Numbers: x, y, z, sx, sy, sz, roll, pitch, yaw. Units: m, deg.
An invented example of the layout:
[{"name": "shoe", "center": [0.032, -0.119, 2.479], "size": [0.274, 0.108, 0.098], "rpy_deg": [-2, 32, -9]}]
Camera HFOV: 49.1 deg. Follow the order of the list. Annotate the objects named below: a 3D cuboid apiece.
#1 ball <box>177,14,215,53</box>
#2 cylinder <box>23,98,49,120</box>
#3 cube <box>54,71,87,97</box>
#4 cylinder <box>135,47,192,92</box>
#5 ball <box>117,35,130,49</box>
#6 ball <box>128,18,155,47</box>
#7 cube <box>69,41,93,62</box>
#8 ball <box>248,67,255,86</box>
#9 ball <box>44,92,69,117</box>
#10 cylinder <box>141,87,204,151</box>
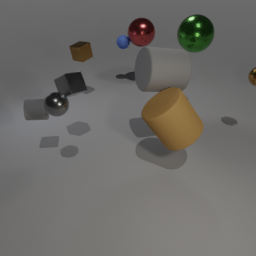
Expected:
[{"name": "ball", "center": [2.601, -3.621, 10.775], "size": [1.400, 1.400, 1.400], "rpy_deg": [0, 32, 0]}, {"name": "cylinder", "center": [-2.968, -0.607, 9.123], "size": [0.700, 0.700, 0.700], "rpy_deg": [-2, 32, -8]}, {"name": "cube", "center": [-1.935, -1.454, 9.452], "size": [0.700, 0.700, 0.700], "rpy_deg": [-13, 8, 44]}, {"name": "cylinder", "center": [1.108, -1.879, 9.110], "size": [1.400, 1.400, 1.400], "rpy_deg": [-2, 31, -21]}, {"name": "ball", "center": [-0.249, -4.474, 14.590], "size": [0.700, 0.700, 0.700], "rpy_deg": [0, 32, 0]}, {"name": "ball", "center": [0.674, -4.821, 14.131], "size": [1.400, 1.400, 1.400], "rpy_deg": [0, 32, 0]}, {"name": "cube", "center": [-2.144, -3.519, 12.891], "size": [0.700, 0.700, 0.700], "rpy_deg": [18, 44, 33]}, {"name": "ball", "center": [4.633, -1.821, 9.907], "size": [0.700, 0.700, 0.700], "rpy_deg": [0, 32, 0]}, {"name": "ball", "center": [-2.026, -0.673, 7.946], "size": [0.700, 0.700, 0.700], "rpy_deg": [0, 32, 0]}, {"name": "cylinder", "center": [1.350, -0.268, 8.517], "size": [1.400, 1.400, 1.400], "rpy_deg": [-31, 28, 18]}]
